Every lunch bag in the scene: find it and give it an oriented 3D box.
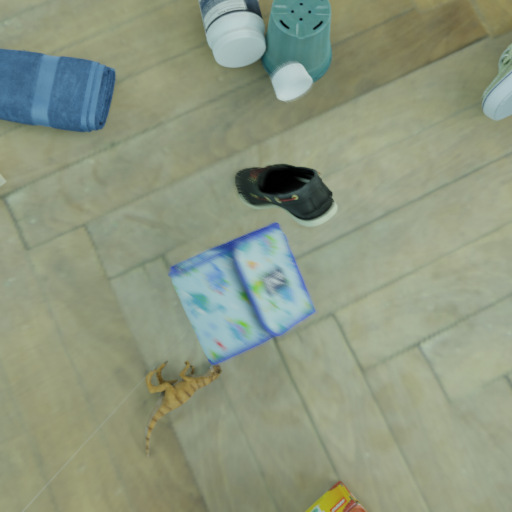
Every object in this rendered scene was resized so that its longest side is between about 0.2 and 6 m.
[{"bbox_3d":[-0.204,0.571,9.081,1.953,1.245,1.661,-24,99,-5],"label":"lunch bag"}]

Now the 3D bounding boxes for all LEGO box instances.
[{"bbox_3d":[0.867,4.781,8.707,2.351,1.751,0.907,-40,82,-7],"label":"LEGO box"}]

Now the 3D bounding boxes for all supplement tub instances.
[{"bbox_3d":[-0.478,-4.679,10.934,1.151,1.151,1.641,-12,78,-2],"label":"supplement tub"}]

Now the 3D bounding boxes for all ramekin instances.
[{"bbox_3d":[0.649,-3.258,10.455,0.718,0.718,0.350,-24,79,-5],"label":"ramekin"}]

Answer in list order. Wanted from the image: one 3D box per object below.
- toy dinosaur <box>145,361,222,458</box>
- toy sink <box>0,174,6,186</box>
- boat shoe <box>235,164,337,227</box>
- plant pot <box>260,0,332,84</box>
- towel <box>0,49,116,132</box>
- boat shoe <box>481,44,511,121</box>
[{"bbox_3d":[-1.512,2.462,9.775,2.008,0.607,1.067,-41,82,-7],"label":"toy dinosaur"},{"bbox_3d":[-5.469,-1.419,10.545,1.094,0.613,0.713,-39,81,-7],"label":"toy sink"},{"bbox_3d":[0.363,-1.230,9.607,0.929,2.539,0.795,-42,123,-13],"label":"boat shoe"},{"bbox_3d":[0.803,-4.259,10.708,1.465,1.435,1.465,0,78,1],"label":"plant pot"},{"bbox_3d":[-4.131,-3.200,10.908,2.580,0.626,1.440,9,79,1],"label":"towel"},{"bbox_3d":[5.266,-3.749,10.938,2.943,1.060,0.913,-41,65,-16],"label":"boat shoe"}]
